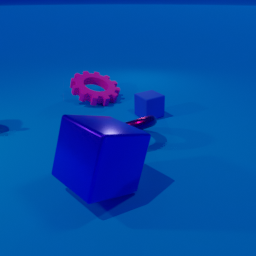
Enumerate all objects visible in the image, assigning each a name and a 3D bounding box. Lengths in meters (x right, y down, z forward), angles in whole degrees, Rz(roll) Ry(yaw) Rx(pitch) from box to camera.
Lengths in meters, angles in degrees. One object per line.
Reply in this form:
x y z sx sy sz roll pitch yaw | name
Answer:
0.053 -0.035 7.491 1.486 0.297 1.486 -16 1 0 | ring
-0.540 0.529 5.513 1.278 1.278 1.278 24 16 41 | cube
0.692 -0.745 9.084 0.724 0.724 0.724 -16 29 -26 | cube
-1.214 -1.489 10.392 1.786 0.330 1.786 12 38 -10 | gear
